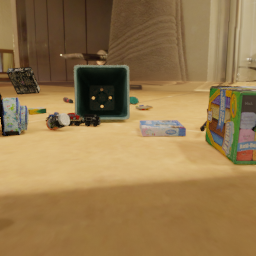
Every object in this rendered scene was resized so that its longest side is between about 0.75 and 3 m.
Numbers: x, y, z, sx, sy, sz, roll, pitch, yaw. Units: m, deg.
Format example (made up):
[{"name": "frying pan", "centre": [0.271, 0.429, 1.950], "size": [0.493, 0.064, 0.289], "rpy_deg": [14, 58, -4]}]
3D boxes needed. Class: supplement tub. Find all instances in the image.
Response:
[{"name": "supplement tub", "centre": [-2.431, -0.204, 9.691], "size": [0.769, 0.471, 0.471], "rpy_deg": [-15, 3, 30]}]

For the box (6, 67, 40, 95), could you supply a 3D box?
[{"name": "box", "centre": [-3.699, -1.659, 9.964], "size": [0.831, 1.037, 0.226], "rpy_deg": [-4, 48, 3]}]

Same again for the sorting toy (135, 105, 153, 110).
[{"name": "sorting toy", "centre": [0.841, -1.035, 14.696], "size": [0.712, 0.172, 1.264], "rpy_deg": [-10, 15, -24]}]

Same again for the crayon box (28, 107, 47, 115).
[{"name": "crayon box", "centre": [-4.501, -0.822, 13.454], "size": [0.976, 0.252, 0.614], "rpy_deg": [-9, 15, -38]}]

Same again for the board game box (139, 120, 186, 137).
[{"name": "board game box", "centre": [1.121, -0.009, 9.478], "size": [1.386, 0.302, 1.392], "rpy_deg": [-2, 12, -2]}]

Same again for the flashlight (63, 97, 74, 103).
[{"name": "flashlight", "centre": [-3.769, -1.751, 17.638], "size": [0.340, 0.341, 1.005], "rpy_deg": [-8, 14, -32]}]

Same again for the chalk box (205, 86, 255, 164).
[{"name": "chalk box", "centre": [3.124, -0.106, 6.780], "size": [1.661, 1.649, 2.661], "rpy_deg": [1, 13, -2]}]

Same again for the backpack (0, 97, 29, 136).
[{"name": "backpack", "centre": [-3.762, -0.421, 9.281], "size": [0.874, 1.190, 1.089], "rpy_deg": [-5, 12, -22]}]

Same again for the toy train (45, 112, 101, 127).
[{"name": "toy train", "centre": [-2.094, -0.340, 10.576], "size": [2.178, 0.499, 0.372], "rpy_deg": [2, 12, 10]}]

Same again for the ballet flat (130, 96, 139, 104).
[{"name": "ballet flat", "centre": [0.179, -1.696, 17.101], "size": [1.461, 0.493, 0.456], "rpy_deg": [10, 6, 38]}]

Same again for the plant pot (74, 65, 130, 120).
[{"name": "plant pot", "centre": [-1.110, -1.390, 12.065], "size": [2.175, 2.169, 2.215], "rpy_deg": [-1, 0, -5]}]

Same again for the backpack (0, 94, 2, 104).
[{"name": "backpack", "centre": [-5.630, -0.582, 8.731], "size": [2.696, 1.706, 2.250], "rpy_deg": [3, 8, -4]}]

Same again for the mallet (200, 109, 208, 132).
[{"name": "mallet", "centre": [2.690, -0.322, 9.380], "size": [0.372, 0.595, 1.807], "rpy_deg": [-9, 6, 31]}]
